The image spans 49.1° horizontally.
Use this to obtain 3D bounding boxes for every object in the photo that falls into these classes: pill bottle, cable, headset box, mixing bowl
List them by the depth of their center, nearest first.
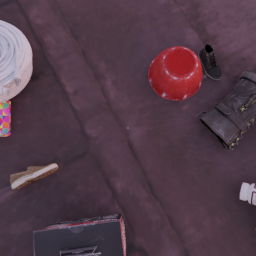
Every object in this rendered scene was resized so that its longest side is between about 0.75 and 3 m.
[{"bbox_3d":[-1.011,2.708,6.708,1.883,2.530,0.977,-7,77,-2],"label":"headset box"},{"bbox_3d":[3.641,1.859,7.685,1.002,0.572,0.572,11,76,30],"label":"pill bottle"},{"bbox_3d":[-4.264,-2.013,8.329,2.800,0.970,2.801,4,63,-1],"label":"cable"},{"bbox_3d":[1.524,-1.793,8.519,1.743,0.944,1.743,0,78,-1],"label":"mixing bowl"}]

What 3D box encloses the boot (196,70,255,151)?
[{"bbox_3d":[3.629,-0.221,8.310,2.601,0.900,2.264,40,86,12],"label":"boot"}]

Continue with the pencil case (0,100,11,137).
[{"bbox_3d":[-3.792,-0.300,8.428,0.500,0.500,1.131,-7,77,-1],"label":"pencil case"}]

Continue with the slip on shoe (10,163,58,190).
[{"bbox_3d":[-2.717,1.282,8.026,1.440,0.547,0.436,-27,74,8],"label":"slip on shoe"}]

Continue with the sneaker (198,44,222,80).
[{"bbox_3d":[2.600,-2.040,8.739,0.418,0.594,1.118,-30,79,-6],"label":"sneaker"}]
